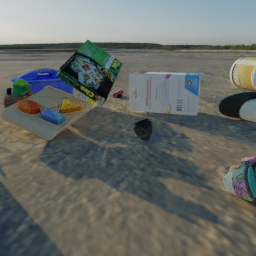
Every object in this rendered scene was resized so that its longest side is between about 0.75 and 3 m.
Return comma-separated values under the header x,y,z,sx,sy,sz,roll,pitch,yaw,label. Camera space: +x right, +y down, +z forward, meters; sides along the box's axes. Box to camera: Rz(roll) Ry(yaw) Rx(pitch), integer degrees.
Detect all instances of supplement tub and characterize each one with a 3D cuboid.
x,y,z,sx,sy,sz,roll,pitch,yaw,label
7.290,-3.041,15.883,1.803,1.803,2.497,-7,19,-21,supplement tub

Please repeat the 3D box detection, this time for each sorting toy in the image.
x,y,z,sx,sy,sz,roll,pitch,yaw,label
-2.871,-0.789,8.823,2.872,0.423,2.123,22,40,17,sorting toy

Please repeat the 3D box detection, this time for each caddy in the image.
x,y,z,sx,sy,sz,roll,pitch,yaw,label
-3.893,-2.032,13.074,2.903,1.524,2.052,-16,22,-42,caddy

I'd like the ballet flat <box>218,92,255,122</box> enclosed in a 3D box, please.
x,y,z,sx,sy,sz,roll,pitch,yaw,label
4.701,-0.712,9.732,2.980,1.013,1.019,-3,29,-10,ballet flat

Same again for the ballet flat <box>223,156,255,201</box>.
x,y,z,sx,sy,sz,roll,pitch,yaw,label
2.122,0.907,5.161,0.615,0.597,1.728,-11,3,34,ballet flat

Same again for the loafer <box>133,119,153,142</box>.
x,y,z,sx,sy,sz,roll,pitch,yaw,label
0.388,0.085,6.218,0.441,0.438,1.212,-21,7,9,loafer

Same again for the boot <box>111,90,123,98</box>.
x,y,z,sx,sy,sz,roll,pitch,yaw,label
-0.378,-1.709,14.178,0.559,0.281,0.775,14,30,38,boot

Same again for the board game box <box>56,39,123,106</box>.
x,y,z,sx,sy,sz,roll,pitch,yaw,label
-1.041,-1.819,8.610,1.496,0.335,2.856,31,32,-10,board game box

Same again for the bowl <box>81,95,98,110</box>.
x,y,z,sx,sy,sz,roll,pitch,yaw,label
-1.539,-1.083,11.357,1.032,0.555,1.032,-34,21,15,bowl

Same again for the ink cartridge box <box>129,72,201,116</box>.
x,y,z,sx,sy,sz,roll,pitch,yaw,label
1.417,-1.382,10.887,2.625,1.511,0.891,6,17,16,ink cartridge box

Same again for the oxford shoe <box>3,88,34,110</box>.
x,y,z,sx,sy,sz,roll,pitch,yaw,label
-3.527,-0.785,9.668,2.974,1.084,1.060,14,22,39,oxford shoe
